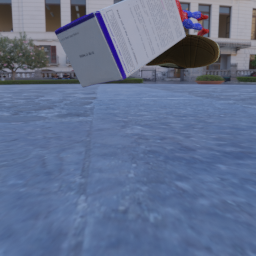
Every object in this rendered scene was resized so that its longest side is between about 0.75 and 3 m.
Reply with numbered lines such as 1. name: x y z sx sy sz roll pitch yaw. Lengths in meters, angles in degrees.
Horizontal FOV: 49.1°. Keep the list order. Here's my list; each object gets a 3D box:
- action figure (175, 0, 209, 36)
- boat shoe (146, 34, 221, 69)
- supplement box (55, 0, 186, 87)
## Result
1. action figure: 1.548 -3.501 9.163 1.279 0.844 2.585 -3 2 38
2. boat shoe: 1.767 -2.517 9.370 2.913 1.066 0.944 13 16 39
3. supplement box: -0.028 -2.225 6.606 1.407 1.437 2.780 -1 32 45
